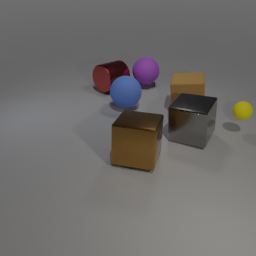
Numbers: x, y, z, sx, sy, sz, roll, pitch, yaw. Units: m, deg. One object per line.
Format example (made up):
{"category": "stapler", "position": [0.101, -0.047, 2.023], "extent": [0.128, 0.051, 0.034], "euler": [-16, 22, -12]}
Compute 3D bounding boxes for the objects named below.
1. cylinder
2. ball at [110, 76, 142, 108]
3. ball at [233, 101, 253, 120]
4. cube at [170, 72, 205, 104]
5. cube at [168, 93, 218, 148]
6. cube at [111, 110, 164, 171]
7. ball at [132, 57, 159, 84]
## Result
{"category": "cylinder", "position": [-0.852, -2.646, 14.300], "extent": [1.400, 1.400, 1.400], "euler": [26, 37, 37]}
{"category": "ball", "position": [-0.098, -1.599, 12.384], "extent": [1.400, 1.400, 1.400], "euler": [0, 30, 0]}
{"category": "ball", "position": [4.282, -0.641, 10.459], "extent": [0.700, 0.700, 0.700], "euler": [0, 30, 0]}
{"category": "cube", "position": [2.659, -1.562, 12.401], "extent": [1.400, 1.400, 1.400], "euler": [1, 30, 14]}
{"category": "cube", "position": [2.368, -0.317, 10.275], "extent": [1.400, 1.400, 1.400], "euler": [12, 34, 27]}
{"category": "cube", "position": [0.327, 0.352, 9.113], "extent": [1.400, 1.400, 1.400], "euler": [8, 24, 13]}
{"category": "ball", "position": [0.929, -2.979, 14.580], "extent": [1.400, 1.400, 1.400], "euler": [0, 30, 0]}
